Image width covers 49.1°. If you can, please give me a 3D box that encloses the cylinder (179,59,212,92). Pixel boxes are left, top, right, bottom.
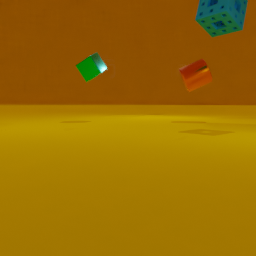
[{"bbox_3d":[2.984,-2.324,12.406,1.127,1.127,1.127,-24,1,10],"label":"cylinder"}]

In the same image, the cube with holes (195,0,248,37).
[{"bbox_3d":[3.061,-3.842,9.144,1.104,1.104,1.104,24,-15,-40],"label":"cube with holes"}]

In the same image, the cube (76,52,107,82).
[{"bbox_3d":[-1.643,-2.769,12.725,0.897,0.897,0.897,-26,16,25],"label":"cube"}]
